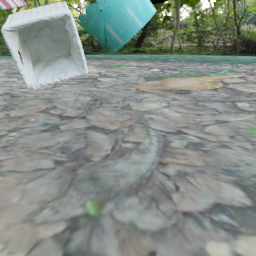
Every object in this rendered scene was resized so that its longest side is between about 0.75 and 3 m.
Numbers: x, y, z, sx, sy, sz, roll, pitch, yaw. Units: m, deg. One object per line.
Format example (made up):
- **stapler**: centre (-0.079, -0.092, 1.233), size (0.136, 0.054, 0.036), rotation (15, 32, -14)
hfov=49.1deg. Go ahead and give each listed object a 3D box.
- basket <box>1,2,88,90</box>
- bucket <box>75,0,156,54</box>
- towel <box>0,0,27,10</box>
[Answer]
- **basket**: centre (-1.730, -1.784, 5.980), size (1.386, 1.374, 1.115), rotation (-17, 38, -6)
- **bucket**: centre (-0.382, -3.881, 9.588), size (2.546, 1.656, 2.546), rotation (-39, 18, 16)
- **towel**: centre (-3.873, -4.118, 8.757), size (0.148, 0.938, 1.302), rotation (-38, 14, 29)
